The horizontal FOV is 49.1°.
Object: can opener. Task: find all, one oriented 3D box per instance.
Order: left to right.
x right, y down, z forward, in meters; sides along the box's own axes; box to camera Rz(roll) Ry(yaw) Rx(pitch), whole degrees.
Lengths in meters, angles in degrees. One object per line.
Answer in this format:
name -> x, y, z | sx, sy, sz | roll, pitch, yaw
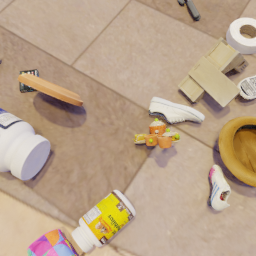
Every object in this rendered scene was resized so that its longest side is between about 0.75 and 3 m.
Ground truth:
can opener -> 2.567, -5.143, 11.911 | 0.505, 0.403, 1.510 | -29, 66, 23

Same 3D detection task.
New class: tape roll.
tape roll -> 4.680, -3.656, 11.100 | 1.464, 0.512, 1.464 | 0, 67, 0

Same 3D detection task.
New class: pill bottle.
pill bottle -> -4.004, 0.317, 8.664 | 2.936, 1.699, 1.699 | 27, 69, 12
pill bottle -> -0.709, 2.671, 8.012 | 1.764, 0.964, 0.964 | -38, 71, -15

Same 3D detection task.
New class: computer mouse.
computer mouse -> 4.850, -1.607, 10.220 | 2.277, 0.499, 1.248 | -22, 72, -16

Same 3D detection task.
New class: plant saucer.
plant saucer -> -2.469, -1.272, 9.155 | 2.171, 2.171, 0.350 | 24, 94, 10

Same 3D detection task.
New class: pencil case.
pencil case -> -1.610, 4.009, 7.352 | 1.177, 1.177, 2.664 | -35, 69, -14

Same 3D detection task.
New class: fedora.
fedora -> 3.900, 0.816, 8.826 | 2.459, 1.003, 2.459 | 0, 58, 0

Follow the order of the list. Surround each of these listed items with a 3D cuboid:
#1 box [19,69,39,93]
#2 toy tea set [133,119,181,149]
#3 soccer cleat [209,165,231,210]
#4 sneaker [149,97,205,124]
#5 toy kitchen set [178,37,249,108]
box -> -3.672, -1.751, 10.414 | 0.682, 0.197, 0.858 | -8, 66, -4
toy tea set -> 0.958, 0.121, 8.709 | 1.157, 1.946, 0.720 | -11, 98, -25
soccer cleat -> 2.826, 1.749, 8.440 | 0.524, 0.648, 1.501 | 31, 51, -23
sneaker -> 1.633, -0.453, 9.653 | 1.925, 0.703, 0.681 | 19, 81, 15
toy kitchen set -> 3.405, -1.636, 10.056 | 2.150, 1.939, 1.754 | -49, 66, 23
